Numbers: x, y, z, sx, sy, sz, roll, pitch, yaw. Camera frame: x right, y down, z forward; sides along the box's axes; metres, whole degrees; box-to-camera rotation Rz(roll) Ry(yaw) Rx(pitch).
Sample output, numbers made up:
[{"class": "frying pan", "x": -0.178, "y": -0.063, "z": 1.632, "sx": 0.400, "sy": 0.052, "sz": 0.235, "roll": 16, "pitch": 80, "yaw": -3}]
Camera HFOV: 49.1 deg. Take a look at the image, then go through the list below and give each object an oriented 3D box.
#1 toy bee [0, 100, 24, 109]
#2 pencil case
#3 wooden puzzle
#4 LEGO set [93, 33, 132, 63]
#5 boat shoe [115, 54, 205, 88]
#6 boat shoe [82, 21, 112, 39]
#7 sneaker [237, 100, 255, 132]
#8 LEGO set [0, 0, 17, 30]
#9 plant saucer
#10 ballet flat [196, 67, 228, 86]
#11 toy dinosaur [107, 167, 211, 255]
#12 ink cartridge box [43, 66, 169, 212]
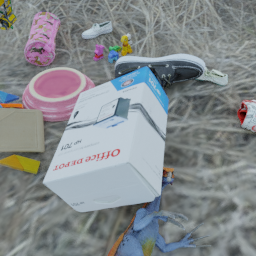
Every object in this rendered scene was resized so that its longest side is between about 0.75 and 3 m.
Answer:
[{"class": "toy bee", "x": -3.754, "y": -0.411, "z": 7.820, "sx": 1.532, "sy": 0.833, "sz": 1.003, "roll": 17, "pitch": 20, "yaw": -4}, {"class": "pencil case", "x": -3.104, "y": -3.313, "z": 10.290, "sx": 1.042, "sy": 1.089, "sz": 2.517, "roll": 9, "pitch": 45, "yaw": -16}, {"class": "wooden puzzle", "x": -2.902, "y": 0.078, "z": 7.190, "sx": 1.563, "sy": 0.271, "sz": 2.317, "roll": 11, "pitch": 51, "yaw": -23}, {"class": "LEGO set", "x": -0.368, "y": -3.016, "z": 10.214, "sx": 1.813, "sy": 0.744, "sz": 0.691, "roll": -35, "pitch": 56, "yaw": -29}, {"class": "boat shoe", "x": 0.960, "y": -1.697, "z": 8.831, "sx": 2.886, "sy": 1.009, "sz": 0.956, "roll": 5, "pitch": 56, "yaw": 5}, {"class": "boat shoe", "x": -1.277, "y": -4.036, "z": 11.392, "sx": 1.361, "sy": 0.454, "sz": 0.501, "roll": -28, "pitch": 52, "yaw": -24}, {"class": "sneaker", "x": 3.865, "y": -0.706, "z": 7.988, "sx": 1.200, "sy": 0.748, "sz": 2.239, "roll": 18, "pitch": 51, "yaw": 13}, {"class": "LEGO set", "x": -2.922, "y": -2.366, "z": 5.453, "sx": 1.340, "sy": 1.030, "sz": 0.776, "roll": 29, "pitch": 61, "yaw": -10}, {"class": "plant saucer", "x": -2.104, "y": -1.158, "z": 8.558, "sx": 2.243, "sy": 0.569, "sz": 2.243, "roll": 0, "pitch": 46, "yaw": 0}, {"class": "ballet flat", "x": 2.657, "y": -1.778, "z": 9.245, "sx": 1.325, "sy": 0.460, "sz": 0.460, "roll": 20, "pitch": 49, "yaw": 18}, {"class": "toy dinosaur", "x": 0.182, "y": 1.860, "z": 5.109, "sx": 2.834, "sy": 1.488, "sz": 2.572, "roll": -3, "pitch": 39, "yaw": 3}, {"class": "ink cartridge box", "x": -0.326, "y": 0.192, "z": 6.267, "sx": 2.096, "sy": 1.229, "sz": 2.863, "roll": -17, "pitch": 38, "yaw": 27}]
